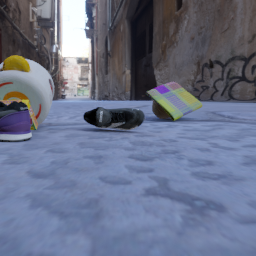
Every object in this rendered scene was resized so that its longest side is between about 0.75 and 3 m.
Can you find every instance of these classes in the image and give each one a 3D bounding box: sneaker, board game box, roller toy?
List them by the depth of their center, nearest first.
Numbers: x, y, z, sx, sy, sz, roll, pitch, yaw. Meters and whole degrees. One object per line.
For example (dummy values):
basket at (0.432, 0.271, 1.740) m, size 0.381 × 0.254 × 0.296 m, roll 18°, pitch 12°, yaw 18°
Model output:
sneaker at (-3.397, -0.273, 6.648) m, size 2.299 × 1.007 × 0.871 m, roll 2°, pitch 9°, yaw 5°
board game box at (-3.429, -0.305, 7.224) m, size 1.958 × 0.935 × 0.294 m, roll 0°, pitch 49°, yaw 2°
sneaker at (-0.481, -0.277, 7.995) m, size 1.924 × 0.639 × 0.871 m, roll 1°, pitch -5°, yaw 31°
roller toy at (-3.166, -0.979, 8.251) m, size 2.052 × 1.871 × 1.434 m, roll -39°, pitch 29°, yaw 18°

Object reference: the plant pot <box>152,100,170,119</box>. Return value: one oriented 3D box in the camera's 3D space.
plant pot at (1.452, -0.797, 12.252) m, size 1.193 × 0.551 × 1.193 m, roll 33°, pitch 27°, yaw -19°

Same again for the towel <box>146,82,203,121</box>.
towel at (2.019, -1.199, 11.913) m, size 1.782 × 0.283 × 2.482 m, roll 45°, pitch 40°, yaw 18°
